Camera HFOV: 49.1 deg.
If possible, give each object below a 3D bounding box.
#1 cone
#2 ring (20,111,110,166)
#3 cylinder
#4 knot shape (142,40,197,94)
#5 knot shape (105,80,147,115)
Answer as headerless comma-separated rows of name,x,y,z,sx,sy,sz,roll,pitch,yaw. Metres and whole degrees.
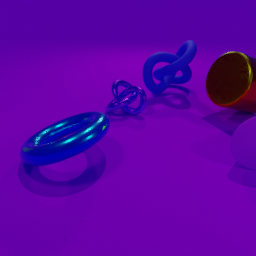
cone,2.634,0.062,5.750,1.170,1.170,1.174,5,25,9
ring,-1.269,0.170,5.721,1.907,0.381,1.907,-18,18,6
cylinder,3.014,-1.148,7.314,1.394,1.394,1.394,6,22,-32
knot shape,1.394,-1.845,9.004,1.967,1.841,0.909,-34,72,5
knot shape,-0.150,-0.772,7.736,1.135,0.560,1.213,-34,53,-10
